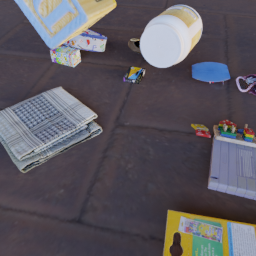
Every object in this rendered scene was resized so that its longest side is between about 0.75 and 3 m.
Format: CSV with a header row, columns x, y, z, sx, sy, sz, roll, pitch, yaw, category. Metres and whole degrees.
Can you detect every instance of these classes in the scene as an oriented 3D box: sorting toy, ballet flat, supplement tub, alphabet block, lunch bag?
x,y,z,sx,sy,sz,roll,pitch,yaw,category
3.132,0.077,8.354,2.435,0.412,1.174,11,19,11,sorting toy
0.758,-3.560,12.593,0.817,0.562,2.425,-19,45,-19,ballet flat
1.411,-2.973,9.064,1.559,1.559,2.156,18,40,19,supplement tub
-1.711,-3.587,7.898,1.744,1.754,1.786,-21,21,35,alphabet block
-2.028,-4.030,12.486,1.799,0.848,2.245,-4,29,-34,lunch bag

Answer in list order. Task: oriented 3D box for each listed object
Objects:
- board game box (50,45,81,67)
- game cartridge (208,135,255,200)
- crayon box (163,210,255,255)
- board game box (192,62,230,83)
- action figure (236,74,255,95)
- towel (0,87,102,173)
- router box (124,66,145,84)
x,y,z,sx,sy,sz,roll,pitch,yaw,category
-2.689,-3.121,12.097,1.132,0.583,0.594,17,45,18,board game box
2.937,1.007,7.594,1.368,0.405,2.111,16,36,11,game cartridge
2.078,2.769,5.493,2.823,0.728,1.775,8,43,8,crayon box
3.264,-2.120,11.204,1.409,0.347,1.784,2,37,9,board game box
5.187,-1.709,10.526,1.786,1.196,1.330,-29,16,-34,action figure
-2.670,-0.193,8.929,2.825,0.507,2.934,-28,50,-28,towel
0.264,-2.128,11.264,0.664,0.227,0.890,11,43,12,router box
